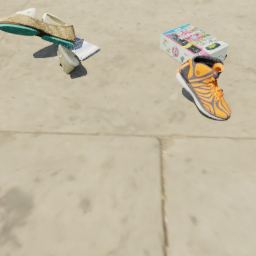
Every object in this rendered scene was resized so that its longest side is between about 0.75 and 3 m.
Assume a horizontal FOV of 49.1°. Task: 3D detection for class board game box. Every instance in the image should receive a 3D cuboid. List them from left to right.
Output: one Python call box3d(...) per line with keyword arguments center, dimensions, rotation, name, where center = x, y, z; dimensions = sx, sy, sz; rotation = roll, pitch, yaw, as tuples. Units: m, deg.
box3d(center=(2.205, -2.782, 9.583), dimensions=(1.377, 0.600, 1.867), rotation=(-28, 53, -24), name="board game box")

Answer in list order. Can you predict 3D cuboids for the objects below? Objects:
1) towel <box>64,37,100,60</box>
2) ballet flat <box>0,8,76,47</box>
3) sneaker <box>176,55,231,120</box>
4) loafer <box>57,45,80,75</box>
box3d(center=(-1.719, -2.849, 9.943), dimensions=(1.279, 0.152, 0.940), rotation=(32, 55, 26), name="towel")
box3d(center=(-2.843, -3.288, 8.952), dimensions=(0.937, 0.867, 2.657), rotation=(3, 2, 42), name="ballet flat")
box3d(center=(2.180, -1.058, 7.210), dimensions=(1.915, 1.073, 0.743), rotation=(43, 54, -7), name="sneaker")
box3d(center=(-2.019, -2.192, 9.006), dimensions=(0.619, 0.573, 1.645), rotation=(25, 20, -31), name="loafer")
